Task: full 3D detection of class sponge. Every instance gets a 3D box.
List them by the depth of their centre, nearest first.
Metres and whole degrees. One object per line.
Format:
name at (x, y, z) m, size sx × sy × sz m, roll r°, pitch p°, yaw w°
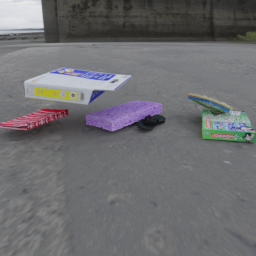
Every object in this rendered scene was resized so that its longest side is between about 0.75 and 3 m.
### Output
sponge at (-0.085, -0.473, 9.208) m, size 1.313 × 0.351 × 2.354 m, roll 13°, pitch 24°, yaw 43°

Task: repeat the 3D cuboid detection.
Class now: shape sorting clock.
shape sorting clock at (2.629, -0.848, 9.023) m, size 1.469 × 0.288 × 1.469 m, roll 23°, pitch 1°, yaw 0°

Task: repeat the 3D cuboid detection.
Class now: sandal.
sandal at (0.740, -0.266, 8.717) m, size 0.512 × 0.326 × 1.362 m, roll 30°, pitch 31°, yaw 24°

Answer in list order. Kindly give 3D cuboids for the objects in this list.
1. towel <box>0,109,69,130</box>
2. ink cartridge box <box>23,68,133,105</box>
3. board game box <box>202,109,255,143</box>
towel at (-2.794, -0.297, 8.395) m, size 1.282 × 0.199 × 1.773 m, roll 3°, pitch 18°, yaw 29°
ink cartridge box at (-1.360, -1.316, 8.661) m, size 2.595 × 0.610 × 2.565 m, roll 10°, pitch 21°, yaw 9°
board game box at (2.971, -0.128, 8.536) m, size 1.382 × 0.299 × 2.053 m, roll 3°, pitch 21°, yaw 14°
